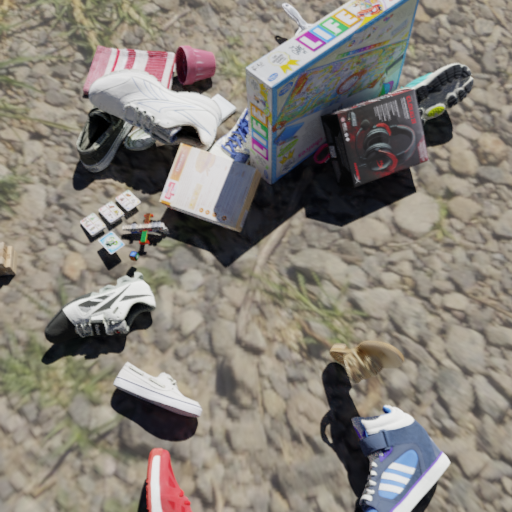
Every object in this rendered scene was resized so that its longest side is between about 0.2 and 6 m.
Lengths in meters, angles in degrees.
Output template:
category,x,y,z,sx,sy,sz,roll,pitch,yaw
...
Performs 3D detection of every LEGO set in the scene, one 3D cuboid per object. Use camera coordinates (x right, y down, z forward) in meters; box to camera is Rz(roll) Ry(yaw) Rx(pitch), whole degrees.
category,x,y,z,sx,sy,sz,roll,pitch,yaw
LEGO set,-2.765,-0.547,12.010,1.301,0.428,1.742,-38,56,-19

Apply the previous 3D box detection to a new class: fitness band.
category,x,y,z,sx,sy,sz,roll,pitch,yaw
fitness band,1.561,-2.365,12.968,0.527,0.099,0.378,-50,52,6

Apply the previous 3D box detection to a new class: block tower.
category,x,y,z,sx,sy,sz,roll,pitch,yaw
block tower,-5.950,0.142,11.422,1.929,0.521,0.558,-7,60,-4

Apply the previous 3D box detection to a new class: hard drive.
category,x,y,z,sx,sy,sz,roll,pitch,yaw
hard drive,-1.061,-3.492,13.704,0.647,0.131,0.982,40,69,16

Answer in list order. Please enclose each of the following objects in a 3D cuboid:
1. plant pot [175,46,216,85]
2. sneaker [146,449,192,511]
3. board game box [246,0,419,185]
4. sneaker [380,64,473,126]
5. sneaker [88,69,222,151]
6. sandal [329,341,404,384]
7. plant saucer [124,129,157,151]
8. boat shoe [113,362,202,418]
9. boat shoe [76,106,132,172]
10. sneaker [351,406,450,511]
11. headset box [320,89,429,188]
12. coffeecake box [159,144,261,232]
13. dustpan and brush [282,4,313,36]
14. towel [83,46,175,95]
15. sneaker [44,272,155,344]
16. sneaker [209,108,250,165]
category,x,y,z,sx,sy,sz,roll,pitch,yaw
plant pot,-1.502,-4.805,14.111,0.835,0.933,0.933,-11,59,-25
sneaker,-1.033,4.261,8.975,1.366,0.926,2.364,-4,72,-12
board game box,1.667,-3.833,12.301,4.372,2.939,0.748,-38,65,-20
sneaker,3.654,-3.574,13.359,3.011,1.167,1.199,-25,20,-1
sneaker,-2.222,-3.183,12.405,2.990,1.114,1.302,12,52,-12
sandal,1.760,1.901,9.568,0.700,1.909,0.628,41,69,-12
plant saucer,-2.639,-2.710,13.139,0.900,0.226,0.900,-11,45,12
boat shoe,-1.715,2.399,10.108,1.712,0.616,0.562,16,66,18
boat shoe,-3.472,-3.151,13.101,0.880,0.793,2.490,6,60,12
sneaker,1.959,3.508,9.275,2.176,0.876,1.593,-37,67,-20
headset box,2.697,-2.600,12.244,2.189,0.821,1.627,-20,106,-16
coffeecake box,-0.971,-1.446,11.982,1.774,0.648,1.361,20,87,11
dustpan and brush,1.433,-5.688,14.665,1.723,0.707,2.469,-31,65,-17
towel,-3.197,-4.659,14.298,2.149,0.244,1.548,6,65,3
sneaker,-2.923,1.183,10.659,2.150,0.797,0.951,-30,62,-16
sneaker,-0.291,-2.802,12.772,0.965,1.129,2.563,38,68,17
